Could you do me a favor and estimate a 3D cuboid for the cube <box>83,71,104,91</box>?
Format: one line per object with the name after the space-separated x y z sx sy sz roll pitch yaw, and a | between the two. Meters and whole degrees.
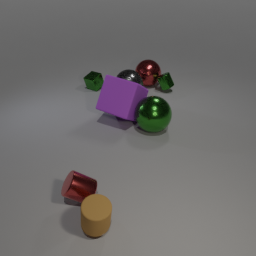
-1.763 -2.441 14.568 0.700 0.700 0.700 20 54 33 | cube

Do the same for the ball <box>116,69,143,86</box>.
0.035 -2.099 13.425 1.400 1.400 1.400 0 30 0 | ball

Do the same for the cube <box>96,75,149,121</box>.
-0.204 -1.157 11.162 1.400 1.400 1.400 20 5 21 | cube

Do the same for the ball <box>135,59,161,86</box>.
1.060 -2.920 14.873 1.400 1.400 1.400 0 30 0 | ball

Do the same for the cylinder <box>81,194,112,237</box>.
-0.735 2.006 6.441 0.700 0.700 0.700 5 40 -4 | cylinder

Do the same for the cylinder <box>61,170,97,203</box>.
-1.265 1.546 7.281 0.700 0.700 0.700 27 22 -22 | cylinder

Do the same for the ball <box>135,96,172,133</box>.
0.963 -0.519 10.645 1.400 1.400 1.400 0 30 0 | ball

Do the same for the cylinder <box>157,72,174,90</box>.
1.911 -2.377 14.252 0.700 0.700 0.700 -25 18 9 | cylinder
